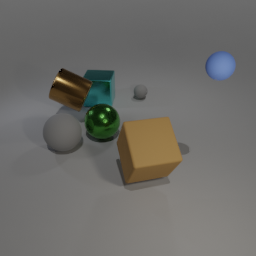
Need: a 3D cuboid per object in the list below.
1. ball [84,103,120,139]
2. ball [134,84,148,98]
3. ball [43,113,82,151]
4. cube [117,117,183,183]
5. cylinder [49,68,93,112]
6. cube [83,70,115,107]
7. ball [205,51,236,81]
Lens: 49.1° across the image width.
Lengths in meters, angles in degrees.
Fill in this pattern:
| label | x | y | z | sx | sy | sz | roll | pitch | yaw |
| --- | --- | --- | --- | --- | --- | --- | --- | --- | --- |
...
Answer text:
| label | x | y | z | sx | sy | sz | roll | pitch | yaw |
| --- | --- | --- | --- | --- | --- | --- | --- | --- | --- |
| ball | -1.005 | -0.256 | 10.948 | 1.400 | 1.400 | 1.400 | 0 | 32 | 0 |
| ball | 0.634 | -1.850 | 14.127 | 0.700 | 0.700 | 0.700 | 0 | 32 | 0 |
| ball | -2.404 | 0.155 | 10.288 | 1.400 | 1.400 | 1.400 | 0 | 32 | 0 |
| cube | 0.558 | 0.662 | 8.232 | 1.400 | 1.400 | 1.400 | -7 | 64 | -15 |
| cylinder | -2.374 | -1.578 | 11.694 | 1.400 | 1.400 | 1.400 | 24 | 31 | -8 |
| cube | -1.410 | -1.940 | 13.693 | 1.400 | 1.400 | 1.400 | 3 | 32 | 4 |
| ball | 2.252 | -1.514 | 6.840 | 0.700 | 0.700 | 0.700 | 0 | 32 | 0 |
